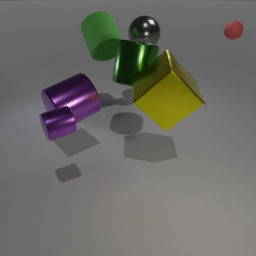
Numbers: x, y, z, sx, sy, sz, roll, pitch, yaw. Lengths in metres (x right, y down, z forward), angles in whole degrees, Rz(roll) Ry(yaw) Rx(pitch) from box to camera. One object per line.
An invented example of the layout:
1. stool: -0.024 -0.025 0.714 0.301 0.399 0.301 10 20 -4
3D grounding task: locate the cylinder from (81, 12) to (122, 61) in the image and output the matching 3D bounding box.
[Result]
1. cylinder: -1.049 -3.680 11.348 1.400 1.400 1.400 -13 70 -23

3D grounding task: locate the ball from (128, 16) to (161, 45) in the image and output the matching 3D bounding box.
1. ball: 0.709 -4.124 12.142 1.400 1.400 1.400 0 28 0

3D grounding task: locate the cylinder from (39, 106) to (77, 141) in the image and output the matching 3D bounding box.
1. cylinder: -1.710 -0.117 6.846 0.700 0.700 0.700 -20 34 -24

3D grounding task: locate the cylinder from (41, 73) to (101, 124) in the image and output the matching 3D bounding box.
1. cylinder: -1.815 -0.847 8.935 1.400 1.400 1.400 -31 39 -23

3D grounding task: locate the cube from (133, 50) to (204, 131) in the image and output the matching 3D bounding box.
1. cube: 1.091 -1.066 8.028 1.400 1.400 1.400 -38 28 25

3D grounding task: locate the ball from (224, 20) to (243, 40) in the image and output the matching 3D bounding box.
1. ball: 4.060 -3.765 10.771 0.700 0.700 0.700 0 28 0

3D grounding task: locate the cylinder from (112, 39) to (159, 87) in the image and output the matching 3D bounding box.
1. cylinder: 0.252 -2.173 9.489 1.400 1.400 1.400 9 15 -3
